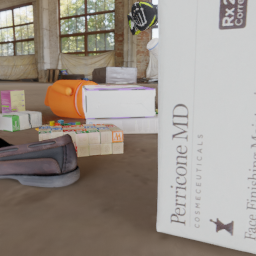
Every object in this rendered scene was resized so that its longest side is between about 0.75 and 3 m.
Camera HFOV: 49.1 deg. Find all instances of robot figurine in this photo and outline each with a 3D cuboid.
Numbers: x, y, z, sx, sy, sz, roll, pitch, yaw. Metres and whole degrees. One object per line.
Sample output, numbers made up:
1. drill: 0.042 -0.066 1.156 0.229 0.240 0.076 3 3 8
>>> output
1. robot figurine: -1.942 -1.073 10.430 2.467 1.774 1.438 6 41 26

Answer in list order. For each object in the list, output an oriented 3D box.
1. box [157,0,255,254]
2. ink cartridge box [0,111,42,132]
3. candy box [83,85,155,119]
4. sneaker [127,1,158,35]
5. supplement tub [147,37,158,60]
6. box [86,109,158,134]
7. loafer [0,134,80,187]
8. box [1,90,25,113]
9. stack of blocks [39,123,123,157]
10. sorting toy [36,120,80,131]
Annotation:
1. box: 1.432 -0.223 3.348 1.576 2.399 2.411 4 12 24
2. ink cartridge box: -3.318 -0.231 8.564 0.817 0.463 1.114 7 13 32
3. candy box: -0.386 -0.836 8.326 1.865 0.795 2.223 -3 12 -11
4. sneaker: 0.381 -2.233 5.558 0.588 0.537 1.453 -23 17 -5
5. supplement tub: 1.172 -2.972 10.693 0.842 0.556 0.556 40 -10 -28
6. box: 0.136 -0.238 8.549 2.680 0.487 1.934 0 11 -4
7. loafer: -1.925 0.405 4.455 2.441 0.769 0.877 2 11 13
8. box: -4.658 -1.039 11.383 0.474 0.981 0.862 3 11 16
9. stack of blocks: -1.024 0.250 5.991 1.674 0.490 0.964 -3 11 -16
10. sorting toy: -2.124 -0.107 8.639 0.809 0.196 1.436 10 15 41
